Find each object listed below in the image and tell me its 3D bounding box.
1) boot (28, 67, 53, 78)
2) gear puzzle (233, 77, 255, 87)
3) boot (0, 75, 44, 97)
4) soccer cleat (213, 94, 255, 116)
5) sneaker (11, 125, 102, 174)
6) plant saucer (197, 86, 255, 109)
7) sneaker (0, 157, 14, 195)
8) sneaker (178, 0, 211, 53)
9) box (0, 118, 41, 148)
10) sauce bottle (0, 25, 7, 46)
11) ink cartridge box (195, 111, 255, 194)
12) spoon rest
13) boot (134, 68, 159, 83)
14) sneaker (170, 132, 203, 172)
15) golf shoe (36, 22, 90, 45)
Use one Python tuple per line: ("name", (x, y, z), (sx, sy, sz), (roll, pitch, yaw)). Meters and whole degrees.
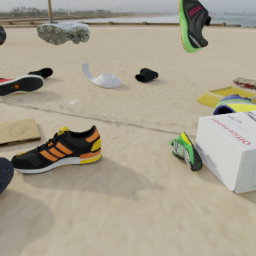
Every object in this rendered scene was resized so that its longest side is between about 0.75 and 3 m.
("boot", (-4.288, -2.606, 13.797), (1.321, 0.497, 0.988), (-20, 22, -16))
("gear puzzle", (5.840, -1.935, 12.709), (2.001, 0.262, 1.036), (20, 29, 31))
("boot", (-4.795, -1.973, 12.203), (2.045, 0.741, 1.476), (-16, 27, -25))
("soccer cleat", (3.855, -0.186, 8.164), (1.220, 0.943, 2.916), (-35, 39, -25))
("sneaker", (-1.665, 0.404, 6.555), (2.117, 0.952, 0.740), (-8, 25, -16))
("plant saucer", (3.934, -1.118, 10.570), (1.922, 0.466, 1.922), (-15, 28, -29))
("sneaker", (-2.971, 1.322, 5.097), (0.839, 0.718, 2.046), (-16, 19, 23))
("sneaker", (2.485, -4.181, 10.436), (1.135, 2.710, 1.040), (-5, 3, 10))
("box", (-3.267, 0.118, 8.180), (1.212, 0.158, 1.482), (-11, 27, -22))
("sauce bottle", (-2.997, -2.105, 5.398), (0.821, 0.821, 2.537), (-2, 2, -5))
("ink cartridge box", (3.091, 0.399, 6.454), (2.485, 1.067, 1.819), (-6, 25, -15))
("spoon rest", (-1.316, -2.407, 13.398), (2.384, 0.723, 1.184), (34, 41, 31))
("boot", (0.764, -2.619, 13.947), (1.063, 0.480, 1.297), (-23, 34, -36))
("sneaker", (1.394, 0.642, 6.762), (0.553, 0.507, 1.298), (-34, 27, 11))
("golf shoe", (-2.257, -3.427, 9.964), (1.865, 0.730, 0.907), (5, 42, -1))
